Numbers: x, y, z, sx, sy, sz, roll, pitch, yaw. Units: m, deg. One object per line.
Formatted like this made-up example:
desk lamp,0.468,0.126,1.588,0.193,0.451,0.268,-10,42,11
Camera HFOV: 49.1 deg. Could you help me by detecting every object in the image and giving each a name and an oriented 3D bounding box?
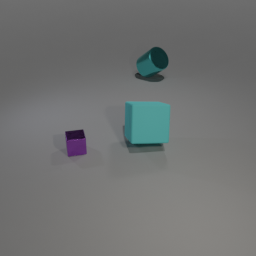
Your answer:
cube,0.683,-0.243,10.508,1.400,1.400,1.400,-1,10,-11
cube,-1.940,0.549,10.417,0.700,0.700,0.700,-7,32,-14
cylinder,1.431,-3.850,16.498,1.400,1.400,1.400,-23,2,-34
